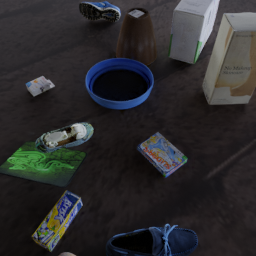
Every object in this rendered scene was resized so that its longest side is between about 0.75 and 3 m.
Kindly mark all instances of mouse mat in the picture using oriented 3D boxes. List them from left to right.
[{"bbox_3d":[-2.206,0.892,7.387,1.942,0.073,1.563,9,30,10],"label":"mouse mat"}]

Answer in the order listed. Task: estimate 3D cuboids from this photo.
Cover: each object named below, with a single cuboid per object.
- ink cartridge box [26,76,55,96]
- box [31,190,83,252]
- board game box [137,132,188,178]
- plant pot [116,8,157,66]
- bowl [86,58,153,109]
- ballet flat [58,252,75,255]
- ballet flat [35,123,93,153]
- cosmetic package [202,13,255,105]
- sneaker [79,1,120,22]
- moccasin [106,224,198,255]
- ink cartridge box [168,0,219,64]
[{"bbox_3d":[-2.991,-1.471,9.585,0.826,0.280,0.475,-32,57,-24],"label":"ink cartridge box"},{"bbox_3d":[-1.592,2.115,6.472,0.449,0.412,1.281,22,54,18],"label":"box"},{"bbox_3d":[0.936,0.717,7.785,0.806,0.205,1.190,-32,57,-24],"label":"board game box"},{"bbox_3d":[0.323,-3.425,10.303,1.591,1.703,1.591,0,50,0],"label":"plant pot"},{"bbox_3d":[-0.282,-1.521,9.518,2.283,0.448,2.283,0,50,0],"label":"bowl"},{"bbox_3d":[-0.895,3.141,5.479,0.617,0.609,1.812,-33,57,-24],"label":"ballet flat"},{"bbox_3d":[-1.663,0.221,7.752,1.772,0.658,0.658,-25,53,-32],"label":"ballet flat"},{"bbox_3d":[3.280,-1.979,8.429,1.414,2.687,0.955,-3,50,-3],"label":"cosmetic package"},{"bbox_3d":[-1.255,-5.278,12.597,1.908,0.749,0.850,12,43,-1],"label":"sneaker"},{"bbox_3d":[0.541,2.520,5.948,2.016,0.687,0.811,-9,50,-7],"label":"moccasin"},{"bbox_3d":[2.568,-4.077,10.685,1.125,1.940,2.680,20,53,16],"label":"ink cartridge box"}]
